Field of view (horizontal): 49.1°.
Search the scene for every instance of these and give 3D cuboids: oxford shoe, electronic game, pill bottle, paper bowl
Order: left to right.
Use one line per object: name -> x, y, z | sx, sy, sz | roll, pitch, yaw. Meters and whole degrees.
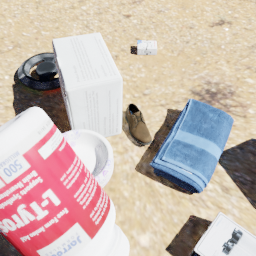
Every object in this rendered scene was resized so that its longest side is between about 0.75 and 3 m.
electronic game -> -2.926, -2.076, 10.136 | 2.032, 0.423, 2.032 | 2, 51, -2
pill bottle -> -1.159, 1.152, 4.244 | 1.508, 2.686, 1.508 | -31, 17, 11
paper bowl -> -1.245, 0.968, 7.307 | 1.757, 0.914, 1.757 | 0, 50, 0
oxford shoe -> 0.277, -0.140, 8.415 | 0.555, 0.645, 1.528 | -17, 54, -16

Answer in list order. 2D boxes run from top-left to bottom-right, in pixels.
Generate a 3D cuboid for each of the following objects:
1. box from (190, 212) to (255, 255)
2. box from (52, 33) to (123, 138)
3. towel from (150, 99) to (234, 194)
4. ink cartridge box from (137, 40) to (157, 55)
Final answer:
box -> 2.467, 2.884, 5.934 | 1.981, 0.596, 1.155 | 33, 58, 24
box -> -1.181, -1.154, 8.197 | 1.471, 2.251, 2.239 | -13, 52, -13
towel -> 1.910, 0.397, 7.934 | 1.568, 0.681, 2.808 | 24, 54, 18
ink cartridge box -> 0.759, -3.194, 11.131 | 0.772, 0.326, 0.564 | 0, 50, 0
